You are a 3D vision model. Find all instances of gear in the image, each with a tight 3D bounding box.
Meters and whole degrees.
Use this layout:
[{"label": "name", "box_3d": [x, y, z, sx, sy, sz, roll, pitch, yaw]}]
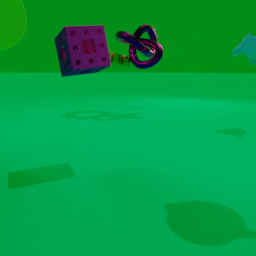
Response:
[{"label": "gear", "box_3d": [-0.891, -2.861, 11.200, 1.988, 0.368, 1.988, 13, 12, -3]}]

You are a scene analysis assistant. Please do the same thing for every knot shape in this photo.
[{"label": "knot shape", "box_3d": [0.389, -3.254, 10.798, 1.876, 0.926, 2.005, 19, 50, -14]}]

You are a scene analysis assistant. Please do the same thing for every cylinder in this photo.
[{"label": "cylinder", "box_3d": [-2.861, -2.113, 5.395, 1.294, 1.294, 1.294, 7, 14, 41]}]

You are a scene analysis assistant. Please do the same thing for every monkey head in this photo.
[{"label": "monkey head", "box_3d": [3.605, -2.317, 8.308, 0.839, 1.166, 0.702, -39, 62, -9]}]

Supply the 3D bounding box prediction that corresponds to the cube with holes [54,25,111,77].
[{"label": "cube with holes", "box_3d": [-0.846, -1.399, 5.151, 0.726, 0.726, 0.726, -13, 6, -27]}]
